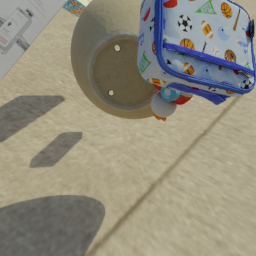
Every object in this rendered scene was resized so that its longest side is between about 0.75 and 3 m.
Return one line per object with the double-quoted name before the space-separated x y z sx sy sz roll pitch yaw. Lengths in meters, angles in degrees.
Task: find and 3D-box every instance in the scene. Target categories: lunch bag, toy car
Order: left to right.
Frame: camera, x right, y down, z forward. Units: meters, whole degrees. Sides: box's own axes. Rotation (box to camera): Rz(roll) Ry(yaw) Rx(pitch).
"toy car" 0.525 -0.475 4.132 0.745 0.809 0.715 -20 59 -47
"lunch bag" 0.799 -0.871 3.023 1.426 0.539 1.143 8 76 -27

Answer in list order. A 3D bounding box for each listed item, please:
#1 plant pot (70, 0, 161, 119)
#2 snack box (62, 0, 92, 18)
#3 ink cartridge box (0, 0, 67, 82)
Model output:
"plant pot" 0.087 -1.233 5.247 2.715 2.715 1.822 4 27 5
"snack box" -1.417 -4.144 8.642 0.522 1.636 2.816 -20 -4 20
"ink cartridge box" -2.931 -2.377 6.604 1.906 1.077 2.601 22 73 51
